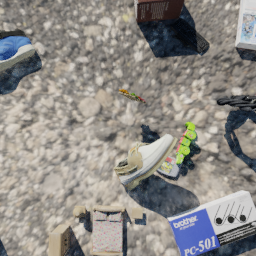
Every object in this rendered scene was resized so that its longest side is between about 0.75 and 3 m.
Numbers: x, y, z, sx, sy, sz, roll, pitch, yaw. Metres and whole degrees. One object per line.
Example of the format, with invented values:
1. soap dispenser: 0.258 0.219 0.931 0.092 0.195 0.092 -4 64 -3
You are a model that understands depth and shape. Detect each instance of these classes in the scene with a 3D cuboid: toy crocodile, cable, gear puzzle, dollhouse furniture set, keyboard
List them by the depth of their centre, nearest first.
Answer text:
1. gear puzzle: 0.081 -1.078 9.059 0.701 1.354 0.177 20 91 28
2. dollhouse furniture set: -0.985 3.948 9.233 2.940 1.435 2.507 1 84 0
3. cable: 3.898 -0.832 9.441 1.556 1.907 0.484 9 106 35
4. toy crocodile: 2.044 0.549 10.082 0.495 0.542 1.605 23 81 5
5. keyboard: 2.334 -3.492 10.674 1.575 0.312 0.820 43 85 6

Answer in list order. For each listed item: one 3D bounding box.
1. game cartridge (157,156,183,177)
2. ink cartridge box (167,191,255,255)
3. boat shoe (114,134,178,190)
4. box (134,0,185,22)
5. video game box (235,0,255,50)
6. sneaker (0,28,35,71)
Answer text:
1. game cartridge: 1.402 1.339 10.170 1.011 0.207 0.673 25 88 3
2. ink cartridge box: 2.986 3.322 9.696 2.924 0.647 1.375 -20 83 -2
3. boat shoe: 0.437 1.018 9.025 0.968 1.058 2.831 41 129 0
4. box: 1.072 -4.916 10.265 1.714 1.422 1.408 -6 83 -1
5. video game box: 5.345 -3.937 10.614 2.237 0.524 2.038 9 81 1
6. sneaker: -4.633 -2.906 10.330 2.081 0.799 1.158 -29 90 -7
